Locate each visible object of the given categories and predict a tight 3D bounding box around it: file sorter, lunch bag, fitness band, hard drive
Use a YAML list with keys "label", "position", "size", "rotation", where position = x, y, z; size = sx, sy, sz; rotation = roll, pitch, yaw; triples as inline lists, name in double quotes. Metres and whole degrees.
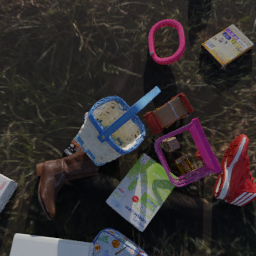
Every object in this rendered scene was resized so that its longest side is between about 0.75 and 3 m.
- label: "file sorter"
  position: [1.826, 0.855, 9.170]
  size: [1.507, 2.402, 1.669]
  rotation: [-25, 82, 6]
- label: "lunch bag"
  position: [-0.435, 4.473, 9.258]
  size: [2.137, 0.808, 1.713]
  rotation: [30, 85, 14]
- label: "fitness band"
  position: [1.706, -3.836, 12.389]
  size: [1.573, 0.410, 2.190]
  rotation: [-9, 68, 18]
- label: "hard drive"
  position: [-2.611, 4.580, 9.093]
  size: [2.852, 0.375, 1.881]
  rotation: [0, 69, 17]

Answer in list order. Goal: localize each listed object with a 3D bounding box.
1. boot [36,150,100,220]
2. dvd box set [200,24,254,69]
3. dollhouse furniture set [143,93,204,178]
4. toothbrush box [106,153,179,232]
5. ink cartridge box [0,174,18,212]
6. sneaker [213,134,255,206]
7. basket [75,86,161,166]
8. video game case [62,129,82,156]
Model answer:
- label: "boot"
  position: [-2.026, 1.925, 10.201]
  size: [2.403, 0.772, 2.239]
  rotation: [-16, 69, -2]
- label: "dvd box set"
  position: [4.479, -3.704, 12.670]
  size: [1.946, 0.286, 1.424]
  rotation: [-35, 73, -12]
- label: "dollhouse furniture set"
  position: [2.017, 0.310, 10.880]
  size: [1.572, 1.188, 2.921]
  rotation: [-30, 89, -11]
- label: "toothbrush box"
  position: [0.528, 2.300, 10.060]
  size: [1.608, 0.951, 2.209]
  rotation: [37, 75, 12]
- label: "ink cartridge box"
  position: [-5.174, 2.167, 10.212]
  size: [1.737, 0.760, 1.262]
  rotation: [25, 71, 8]
- label: "sneaker"
  position: [4.294, 1.649, 10.429]
  size: [1.499, 1.017, 2.595]
  rotation: [25, 84, 0]
- label: "basket"
  position: [-0.258, -0.201, 9.658]
  size: [2.967, 2.616, 2.064]
  rotation: [-36, 92, 27]
- label: "video game case"
  position: [-1.673, 0.852, 11.015]
  size: [1.375, 0.175, 1.242]
  rotation: [34, 74, 13]
